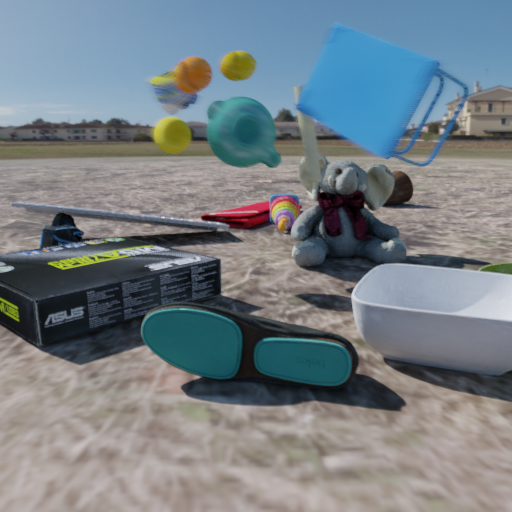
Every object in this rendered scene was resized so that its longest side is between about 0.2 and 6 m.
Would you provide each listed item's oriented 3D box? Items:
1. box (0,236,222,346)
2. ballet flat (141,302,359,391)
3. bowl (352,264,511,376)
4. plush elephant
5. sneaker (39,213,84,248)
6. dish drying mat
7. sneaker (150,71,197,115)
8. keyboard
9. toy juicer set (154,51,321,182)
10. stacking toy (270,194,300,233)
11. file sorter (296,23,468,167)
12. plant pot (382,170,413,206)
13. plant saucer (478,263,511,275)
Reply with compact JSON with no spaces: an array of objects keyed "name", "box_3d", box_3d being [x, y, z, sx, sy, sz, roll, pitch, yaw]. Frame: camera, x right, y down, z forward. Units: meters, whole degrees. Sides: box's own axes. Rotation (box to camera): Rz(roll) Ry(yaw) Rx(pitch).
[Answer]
[{"name":"box","box_3d":[-2.480,0.338,8.325,2.893,0.687,2.794,-12,15,-42]},{"name":"ballet flat","box_3d":[-0.065,0.948,5.810,2.212,0.752,0.757,12,5,7]},{"name":"bowl","box_3d":[2.231,0.712,6.520,2.052,0.766,2.049,4,14,22]},{"name":"plush elephant","box_3d":[1.761,-1.019,11.204,2.156,2.027,2.618,0,13,1]},{"name":"sneaker","box_3d":[-4.108,-0.431,12.098,0.753,0.673,1.839,13,17,-12]},{"name":"dish drying mat","box_3d":[-0.025,-1.263,16.055,1.434,0.340,3.734,5,14,26]},{"name":"sneaker","box_3d":[-1.590,-3.547,11.857,0.710,0.790,1.921,-8,25,25]},{"name":"keyboard","box_3d":[-3.033,-0.925,12.937,4.715,0.251,1.327,5,-2,-12]},{"name":"toy juicer set","box_3d":[-0.161,-2.475,9.713,2.983,1.898,0.812,10,6,-14]},{"name":"stacking toy","box_3d":[0.715,-0.976,14.237,0.799,0.845,1.456,0,24,5]},{"name":"file sorter","box_3d":[1.954,-2.453,8.698,1.268,1.434,2.067,6,27,-42]},{"name":"plant pot","box_3d":[4.351,-2.120,18.507,1.206,1.128,1.128,-22,22,-27]},{"name":"plant saucer","box_3d":[4.435,0.484,8.519,2.025,0.315,2.025,1,13,0]}]
